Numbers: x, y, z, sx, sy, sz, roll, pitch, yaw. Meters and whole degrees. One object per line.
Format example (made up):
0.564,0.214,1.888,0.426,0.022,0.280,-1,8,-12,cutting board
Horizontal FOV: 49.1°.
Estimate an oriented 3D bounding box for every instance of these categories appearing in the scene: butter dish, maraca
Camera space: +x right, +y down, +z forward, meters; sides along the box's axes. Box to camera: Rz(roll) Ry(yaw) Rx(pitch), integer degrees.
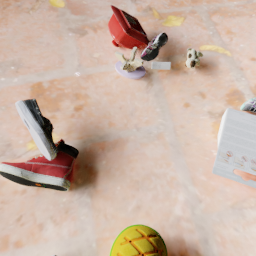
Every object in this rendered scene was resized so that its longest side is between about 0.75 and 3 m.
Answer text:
-0.194,-4.443,13.247,1.995,1.475,1.990,5,53,-50,butter dish
0.244,4.071,8.091,1.746,1.362,2.546,17,55,4,maraca

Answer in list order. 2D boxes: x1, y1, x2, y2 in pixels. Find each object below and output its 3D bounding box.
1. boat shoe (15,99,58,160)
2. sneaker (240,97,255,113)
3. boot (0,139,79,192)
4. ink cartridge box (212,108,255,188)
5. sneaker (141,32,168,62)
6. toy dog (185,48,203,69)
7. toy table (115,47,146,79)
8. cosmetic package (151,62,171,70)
-3.147,-0.084,10.076,0.786,0.953,2.777,-25,62,-28,boat shoe
5.512,-0.699,11.388,1.619,0.629,1.132,-15,60,-8,sneaker
-3.183,1.145,10.154,2.593,0.939,1.870,11,59,-3,boot
4.518,0.857,10.481,2.359,0.697,2.947,18,64,10,ink cartridge box
1.147,-3.666,12.832,1.596,0.641,0.689,-45,27,-9,sneaker
2.928,-3.093,12.663,0.627,0.871,0.899,0,58,41,toy dog
0.090,-2.872,12.529,1.478,0.866,1.359,13,61,11,toy table
1.497,-2.828,12.707,0.850,0.480,0.345,0,103,0,cosmetic package
